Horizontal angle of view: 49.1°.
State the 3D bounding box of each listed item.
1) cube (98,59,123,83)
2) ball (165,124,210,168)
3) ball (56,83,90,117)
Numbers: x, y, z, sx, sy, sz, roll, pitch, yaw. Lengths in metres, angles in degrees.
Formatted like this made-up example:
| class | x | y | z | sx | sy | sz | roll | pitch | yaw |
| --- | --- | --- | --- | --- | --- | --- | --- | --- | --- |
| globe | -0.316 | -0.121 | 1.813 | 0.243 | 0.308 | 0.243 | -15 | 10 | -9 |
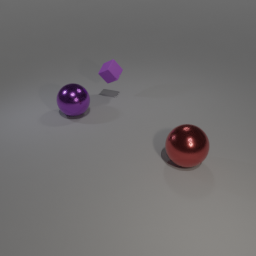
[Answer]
| class | x | y | z | sx | sy | sz | roll | pitch | yaw |
| --- | --- | --- | --- | --- | --- | --- | --- | --- | --- |
| cube | -0.794 | -2.576 | 12.787 | 0.700 | 0.700 | 0.700 | -10 | 46 | 43 |
| ball | 1.906 | 0.569 | 9.038 | 1.400 | 1.400 | 1.400 | 0 | 32 | 0 |
| ball | -2.312 | -1.187 | 11.869 | 1.400 | 1.400 | 1.400 | 0 | 32 | 0 |
